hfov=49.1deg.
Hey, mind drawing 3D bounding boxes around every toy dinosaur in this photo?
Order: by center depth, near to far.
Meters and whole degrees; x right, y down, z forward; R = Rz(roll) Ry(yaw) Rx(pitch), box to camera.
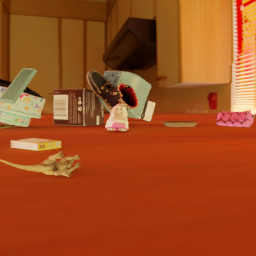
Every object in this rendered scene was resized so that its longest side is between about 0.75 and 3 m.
[{"bbox_3d":[-0.855,0.431,3.078,0.489,0.281,0.967,-16,-13,33],"label":"toy dinosaur"}]

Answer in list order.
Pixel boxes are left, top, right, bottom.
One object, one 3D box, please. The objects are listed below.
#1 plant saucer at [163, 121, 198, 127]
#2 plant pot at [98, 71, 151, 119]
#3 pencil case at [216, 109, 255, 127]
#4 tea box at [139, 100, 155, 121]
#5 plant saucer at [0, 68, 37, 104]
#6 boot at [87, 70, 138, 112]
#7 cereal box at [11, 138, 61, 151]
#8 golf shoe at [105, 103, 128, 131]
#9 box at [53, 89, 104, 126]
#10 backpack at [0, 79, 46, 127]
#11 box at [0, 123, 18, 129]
[{"bbox_3d":[2.251,-0.177,12.037,1.464,0.216,1.464,-1,3,0],"label":"plant saucer"},{"bbox_3d":[-0.345,-1.676,12.715,1.771,1.766,1.804,11,-15,38],"label":"plant pot"},{"bbox_3d":[4.492,-0.419,11.840,0.690,0.712,1.521,-8,7,-38],"label":"pencil case"},{"bbox_3d":[0.723,-1.238,17.759,1.795,1.219,1.824,14,5,4],"label":"tea box"},{"bbox_3d":[-3.765,-1.499,9.638,0.594,1.698,0.161,8,-39,15],"label":"plant saucer"},{"bbox_3d":[-0.583,-1.446,10.768,0.790,2.160,1.626,-39,14,-24],"label":"boot"},{"bbox_3d":[-1.708,0.299,5.207,0.764,0.151,0.550,2,4,33],"label":"cereal box"},{"bbox_3d":[-0.362,-0.367,9.394,0.768,0.934,2.040,3,4,-5],"label":"golf shoe"},{"bbox_3d":[-2.200,-0.932,12.777,1.599,1.616,1.948,1,4,21],"label":"box"},{"bbox_3d":[-4.412,-0.978,10.935,2.249,1.693,1.997,13,-2,42],"label":"backpack"},{"bbox_3d":[-5.557,-0.112,11.217,1.713,0.182,1.400,0,4,6],"label":"box"}]
